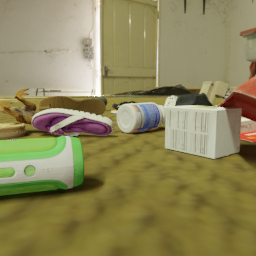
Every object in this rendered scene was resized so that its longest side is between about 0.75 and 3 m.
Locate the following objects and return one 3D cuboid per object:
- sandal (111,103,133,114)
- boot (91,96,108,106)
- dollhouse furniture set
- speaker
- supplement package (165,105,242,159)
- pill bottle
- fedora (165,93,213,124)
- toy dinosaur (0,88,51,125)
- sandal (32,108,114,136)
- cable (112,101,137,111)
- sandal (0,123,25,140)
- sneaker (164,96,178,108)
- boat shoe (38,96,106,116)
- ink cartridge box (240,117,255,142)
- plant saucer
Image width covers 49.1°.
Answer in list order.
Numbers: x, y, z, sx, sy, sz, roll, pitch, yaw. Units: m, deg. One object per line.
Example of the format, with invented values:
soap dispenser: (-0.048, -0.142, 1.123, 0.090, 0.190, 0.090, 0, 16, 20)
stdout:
sandal: (0.051, -0.941, 13.546, 1.802, 0.516, 0.690, 1, 8, 7)
boot: (-1.789, -1.159, 14.088, 2.028, 0.810, 2.231, -17, 6, -16)
dollhouse furniture set: (4.008, -0.792, 11.057, 2.234, 1.458, 2.109, 18, 7, -5)
speaker: (-1.342, 0.449, 3.262, 1.581, 0.699, 0.699, -3, 9, -18)
supplement package: (1.455, 0.021, 5.505, 0.884, 0.877, 1.164, -7, 11, -40)
pill bottle: (0.468, -0.319, 8.105, 1.473, 0.825, 0.825, -7, 10, -41)
fedora: (1.992, -0.598, 8.645, 1.927, 0.880, 1.927, -8, -3, 0)
toy dinosaur: (-2.965, -0.398, 7.784, 2.802, 0.846, 1.488, 14, -28, 18)
sandal: (-1.432, -0.038, 7.019, 2.132, 0.868, 0.524, 1, 49, 6)
cable: (0.268, -1.175, 15.219, 2.047, 0.520, 1.670, -4, 9, -31)
sandal: (-3.833, -0.166, 6.355, 1.121, 1.005, 3.056, 7, 11, 39)
sneaker: (1.886, -0.947, 12.312, 0.846, 0.913, 2.252, 3, 10, 12)
boat shoe: (-2.140, -0.644, 10.796, 2.516, 0.922, 0.789, 3, -28, -18)
ink cartridge box: (3.121, -0.013, 7.498, 1.774, 0.397, 1.563, -6, 9, -35)
plant saucer: (2.832, -0.199, 4.609, 2.450, 0.450, 2.445, 22, 4, 12)
